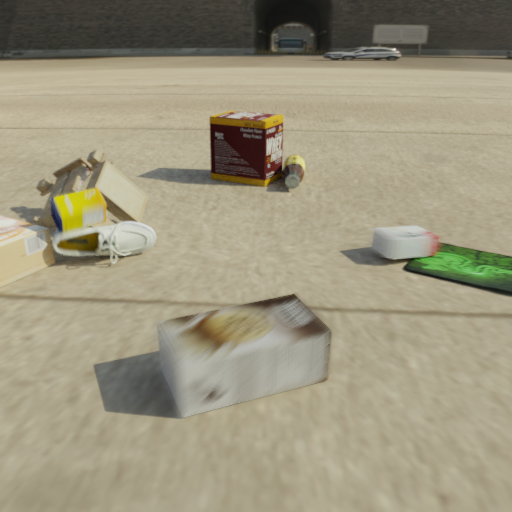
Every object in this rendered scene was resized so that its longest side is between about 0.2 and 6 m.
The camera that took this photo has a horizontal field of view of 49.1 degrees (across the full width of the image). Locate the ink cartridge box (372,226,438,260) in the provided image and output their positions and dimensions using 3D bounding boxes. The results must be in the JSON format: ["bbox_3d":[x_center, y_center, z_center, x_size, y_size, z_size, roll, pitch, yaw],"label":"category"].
[{"bbox_3d":[2.581,-0.240,9.749,0.902,0.373,0.657,-4,23,-22],"label":"ink cartridge box"}]

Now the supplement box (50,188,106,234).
[{"bbox_3d":[-2.944,-0.756,9.300,0.805,0.438,0.441,-18,59,-27],"label":"supplement box"}]

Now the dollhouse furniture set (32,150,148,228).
[{"bbox_3d":[-3.502,-0.810,11.199,2.433,1.188,2.075,-18,47,32],"label":"dollhouse furniture set"}]

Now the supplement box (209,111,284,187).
[{"bbox_3d":[-0.233,-2.765,14.276,1.597,1.619,1.075,11,26,25],"label":"supplement box"}]

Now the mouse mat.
[{"bbox_3d":[3.604,0.159,9.384,1.883,0.071,1.515,12,26,31],"label":"mouse mat"}]

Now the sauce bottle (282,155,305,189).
[{"bbox_3d":[0.946,-2.110,14.084,0.582,0.582,1.763,2,22,4],"label":"sauce bottle"}]

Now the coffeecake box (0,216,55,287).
[{"bbox_3d":[-4.585,-0.113,9.269,1.883,0.688,1.446,13,27,28],"label":"coffeecake box"}]

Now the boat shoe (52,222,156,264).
[{"bbox_3d":[-2.549,-0.231,9.447,1.721,0.636,0.734,2,19,-15],"label":"boat shoe"}]

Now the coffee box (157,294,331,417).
[{"bbox_3d":[-0.146,1.086,6.439,1.759,0.702,0.994,-10,25,-21],"label":"coffee box"}]
